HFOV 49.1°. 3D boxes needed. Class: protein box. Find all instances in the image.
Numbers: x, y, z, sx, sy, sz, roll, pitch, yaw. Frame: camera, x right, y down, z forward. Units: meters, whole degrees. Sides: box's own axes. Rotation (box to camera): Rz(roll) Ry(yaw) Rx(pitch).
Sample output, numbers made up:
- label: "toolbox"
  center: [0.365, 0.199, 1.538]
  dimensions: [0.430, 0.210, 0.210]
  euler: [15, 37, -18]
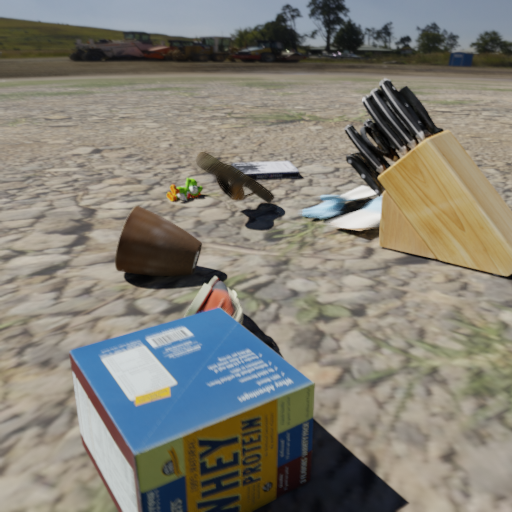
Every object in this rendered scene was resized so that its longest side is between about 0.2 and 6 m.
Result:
- label: "protein box"
  center: [-0.615, 1.462, 5.129]
  dimensions: [1.635, 1.111, 1.647]
  euler: [-14, 26, -30]

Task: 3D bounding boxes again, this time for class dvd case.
- label: "dvd case"
  center: [0.217, -2.382, 15.602]
  dimensions: [1.733, 0.214, 1.303]
  euler: [-3, 22, -8]

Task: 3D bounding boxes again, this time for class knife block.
- label: "knife block"
  center: [3.220, -1.500, 9.809]
  dimensions: [3.432, 3.013, 1.098]
  euler: [17, 29, 35]

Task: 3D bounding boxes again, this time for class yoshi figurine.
- label: "yoshi figurine"
  center: [-1.717, -1.617, 13.424]
  dimensions: [0.913, 0.511, 0.513]
  euler: [-17, 21, -42]

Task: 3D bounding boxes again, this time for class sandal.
- label: "sandal"
  center: [-0.510, -1.550, 12.118]
  dimensions: [0.953, 0.637, 2.333]
  euler: [38, 12, 33]

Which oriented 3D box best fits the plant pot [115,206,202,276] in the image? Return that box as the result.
- label: "plant pot"
  center: [-1.547, -0.117, 9.242]
  dimensions: [1.198, 1.120, 1.120]
  euler: [17, 23, 0]

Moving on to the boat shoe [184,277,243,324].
- label: "boat shoe"
  center: [-0.492, 0.697, 7.237]
  dimensions: [0.620, 0.705, 1.982]
  euler: [29, -3, -1]

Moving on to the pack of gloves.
- label: "pack of gloves"
  center: [2.233, -1.226, 12.063]
  dimensions: [2.276, 0.449, 1.912]
  euler: [-25, 25, -34]
